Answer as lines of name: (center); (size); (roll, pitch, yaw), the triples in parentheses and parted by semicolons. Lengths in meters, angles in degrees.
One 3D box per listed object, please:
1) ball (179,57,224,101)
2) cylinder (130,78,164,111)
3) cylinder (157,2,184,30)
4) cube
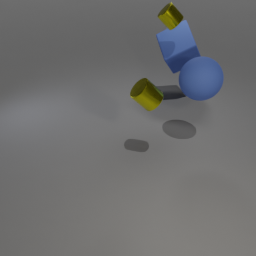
ball: (2.344, -1.583, 9.029); (1.400, 1.400, 1.400); (0, 31, 0)
cylinder: (0.535, -0.952, 8.012); (0.700, 0.700, 0.700); (37, 17, -29)
cylinder: (1.575, -4.133, 10.389); (0.700, 0.700, 0.700); (39, 22, -23)
cube: (2.245, -3.499, 12.245); (1.400, 1.400, 1.400); (-22, 67, 19)
